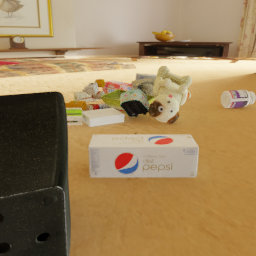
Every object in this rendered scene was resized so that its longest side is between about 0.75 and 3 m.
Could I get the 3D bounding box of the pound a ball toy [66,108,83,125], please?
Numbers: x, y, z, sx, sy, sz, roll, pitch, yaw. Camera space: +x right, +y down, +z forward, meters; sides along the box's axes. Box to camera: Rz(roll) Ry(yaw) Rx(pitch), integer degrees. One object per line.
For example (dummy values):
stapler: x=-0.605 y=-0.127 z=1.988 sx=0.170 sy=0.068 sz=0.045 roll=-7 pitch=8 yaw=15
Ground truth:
pound a ball toy: x=-2.660 y=-0.287 z=11.589 sx=1.506 sy=0.640 sz=0.982 roll=-2 pitch=44 yaw=-6

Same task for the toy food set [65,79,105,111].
toy food set: x=-2.040 y=-1.448 z=13.638 sx=1.127 sy=1.196 sz=2.505 roll=3 pitch=42 yaw=22

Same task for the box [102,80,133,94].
box: x=-0.655 y=-2.325 z=16.939 sx=0.935 sy=0.862 sz=1.822 roll=-18 pitch=25 yaw=-42

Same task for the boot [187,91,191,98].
boot: x=3.021 y=-2.131 z=16.908 sx=0.923 sy=0.646 sz=1.722 roll=-3 pitch=24 yaw=-28

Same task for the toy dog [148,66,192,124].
toy dog: x=1.644 y=-1.289 z=12.391 sx=1.660 sy=2.307 sz=2.379 roll=29 pitch=40 yaw=-10

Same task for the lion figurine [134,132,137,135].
lion figurine: x=0.138 y=0.519 z=9.371 sx=1.332 sy=0.483 sz=0.816 roll=-18 pitch=30 yaw=-10

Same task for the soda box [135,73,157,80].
soda box: x=1.827 y=-3.095 z=18.852 sx=2.672 sy=0.912 sz=0.848 roll=5 pitch=18 yaw=-4

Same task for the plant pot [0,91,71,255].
plant pot: x=-2.114 y=1.076 z=4.663 sx=2.606 sy=2.612 sz=2.317 roll=-8 pitch=30 yaw=-22

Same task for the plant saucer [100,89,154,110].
plant saucer: x=0.040 y=-1.362 z=14.346 sx=2.255 sy=0.541 sz=2.258 roll=14 pitch=21 yaw=19

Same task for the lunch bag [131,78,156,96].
lunch bag: x=1.167 y=-2.455 z=17.018 sx=1.841 sy=1.082 sz=1.509 roll=1 pitch=18 yaw=-13

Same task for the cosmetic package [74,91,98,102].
cosmetic package: x=-2.390 y=-1.785 z=15.869 sx=1.232 sy=0.538 sz=0.637 roll=-11 pitch=21 yaw=-28

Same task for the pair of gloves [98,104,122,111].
pair of gloves: x=-0.849 y=-1.123 z=14.457 sx=1.777 sy=0.202 sz=1.428 roll=-4 pitch=19 yaw=-13

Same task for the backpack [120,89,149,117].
backpack: x=0.263 y=-1.160 z=12.373 sx=1.136 sy=0.991 sz=1.292 roll=-10 pitch=-23 yaw=27

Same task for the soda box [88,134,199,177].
soda box: x=0.407 y=0.750 z=7.794 sx=2.904 sy=0.925 sz=0.989 roll=0 pitch=19 yaw=0

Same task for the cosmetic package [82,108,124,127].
cosmetic package: x=-1.131 y=-0.491 z=12.247 sx=1.586 sy=0.410 sz=1.196 roll=-9 pitch=19 yaw=-25

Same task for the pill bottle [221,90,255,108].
pill bottle: x=5.755 y=-1.530 z=14.589 sx=1.582 sy=0.881 sz=0.881 roll=-4 pitch=19 yaw=-13
